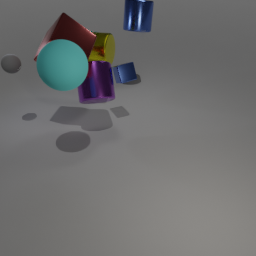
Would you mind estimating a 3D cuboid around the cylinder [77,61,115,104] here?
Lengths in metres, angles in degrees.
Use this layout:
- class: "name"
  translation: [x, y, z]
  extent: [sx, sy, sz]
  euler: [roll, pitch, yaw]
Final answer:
- class: "cylinder"
  translation: [-1.258, -1.725, 10.808]
  extent: [1.400, 1.400, 1.400]
  euler: [-7, -2, 0]

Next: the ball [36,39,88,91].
- class: "ball"
  translation: [-1.817, -1.736, 7.809]
  extent: [1.400, 1.400, 1.400]
  euler: [0, 31, 0]

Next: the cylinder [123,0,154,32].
- class: "cylinder"
  translation: [0.496, -5.473, 13.651]
  extent: [1.400, 1.400, 1.400]
  euler: [4, 23, -2]

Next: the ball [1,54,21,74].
- class: "ball"
  translation: [-4.284, -2.350, 10.267]
  extent: [0.700, 0.700, 0.700]
  euler: [0, 31, 0]

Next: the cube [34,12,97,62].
- class: "cube"
  translation: [-2.183, -2.790, 9.792]
  extent: [1.400, 1.400, 1.400]
  euler: [-20, 48, 49]

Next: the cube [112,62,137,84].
- class: "cube"
  translation: [-0.140, -2.223, 11.298]
  extent: [0.700, 0.700, 0.700]
  euler: [-19, 15, -17]

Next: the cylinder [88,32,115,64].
- class: "cylinder"
  translation: [-1.429, -3.496, 12.375]
  extent: [1.400, 1.400, 1.400]
  euler: [8, 32, 14]
